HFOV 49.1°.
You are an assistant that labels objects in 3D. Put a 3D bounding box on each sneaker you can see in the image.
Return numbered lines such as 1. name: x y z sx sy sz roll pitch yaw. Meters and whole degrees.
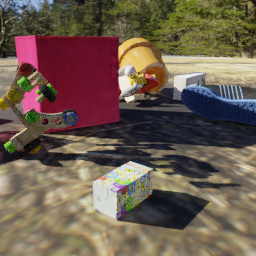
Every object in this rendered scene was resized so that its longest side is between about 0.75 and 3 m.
1. sneaker: 3.210 -0.857 8.959 2.978 1.044 1.160 21 35 36

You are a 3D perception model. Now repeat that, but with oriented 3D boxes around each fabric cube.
1. fabric cube: -1.913 -1.537 8.775 2.507 2.547 2.555 -11 20 -29

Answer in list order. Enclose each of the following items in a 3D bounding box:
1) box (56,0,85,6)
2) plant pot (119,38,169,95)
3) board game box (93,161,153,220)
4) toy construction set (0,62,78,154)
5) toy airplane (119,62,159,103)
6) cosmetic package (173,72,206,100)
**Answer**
1. box: -1.608 -2.885 4.514 1.939 1.185 1.028 20 9 16
2. plant pot: 0.781 -2.778 13.511 2.506 2.506 2.294 -7 34 -21
3. board game box: -0.054 0.920 4.284 0.461 0.470 0.896 14 23 35
4. toy construction set: -2.323 -0.421 6.250 1.631 1.770 2.122 -42 41 -5
5. toy airplane: -0.023 -1.887 11.661 2.079 1.467 2.070 25 47 29
6. cosmetic package: 2.837 -1.935 12.659 0.613 0.999 2.419 10 21 33
